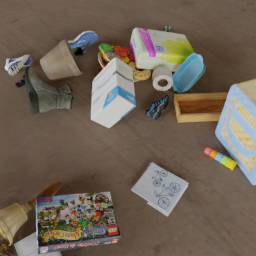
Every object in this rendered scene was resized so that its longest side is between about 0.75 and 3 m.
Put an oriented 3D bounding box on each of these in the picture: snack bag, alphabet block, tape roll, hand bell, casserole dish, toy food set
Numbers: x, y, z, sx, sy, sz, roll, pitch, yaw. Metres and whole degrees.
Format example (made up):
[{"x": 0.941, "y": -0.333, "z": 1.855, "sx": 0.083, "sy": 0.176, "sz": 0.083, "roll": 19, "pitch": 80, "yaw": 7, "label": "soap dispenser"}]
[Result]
[{"x": 1.062, "y": 2.034, "z": 9.569, "sx": 1.553, "sy": 0.166, "sz": 1.464, "roll": 28, "pitch": 54, "yaw": 22, "label": "snack bag"}, {"x": 5.127, "y": -0.091, "z": 9.740, "sx": 2.745, "sy": 2.696, "sz": 2.682, "roll": -15, "pitch": 52, "yaw": -13, "label": "alphabet block"}, {"x": 1.577, "y": -2.241, "z": 12.796, "sx": 0.917, "sy": 0.917, "sz": 0.629, "roll": 0, "pitch": 48, "yaw": 0, "label": "tape roll"}, {"x": -3.036, "y": 2.411, "z": 8.857, "sx": 1.224, "sy": 1.224, "sz": 2.350, "roll": 33, "pitch": 45, "yaw": 25, "label": "hand bell"}, {"x": 2.708, "y": -2.382, "z": 12.393, "sx": 0.374, "sy": 1.927, "sz": 1.167, "roll": 11, "pitch": 45, "yaw": -36, "label": "casserole dish"}, {"x": -0.264, "y": -3.057, "z": 13.200, "sx": 2.433, "sy": 0.598, "sz": 2.458, "roll": -11, "pitch": 59, "yaw": -37, "label": "toy food set"}]

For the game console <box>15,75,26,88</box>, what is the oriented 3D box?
[{"x": -4.927, "y": -2.255, "z": 13.340, "sx": 0.591, "sy": 0.121, "sz": 1.002, "roll": 31, "pitch": 54, "yaw": 24, "label": "game console"}]

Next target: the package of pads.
[{"x": 1.686, "y": -3.846, "z": 13.826, "sx": 2.972, "sy": 1.014, "sz": 2.296, "roll": 3, "pitch": 47, "yaw": -16, "label": "package of pads"}]

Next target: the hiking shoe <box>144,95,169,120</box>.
[{"x": 1.285, "y": -0.998, "z": 11.964, "sx": 0.619, "sy": 0.532, "sz": 1.429, "roll": 25, "pitch": 54, "yaw": 19, "label": "hiking shoe"}]

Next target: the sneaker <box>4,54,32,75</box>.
[{"x": -5.577, "y": -3.281, "z": 13.921, "sx": 0.839, "sy": 0.587, "sz": 1.453, "roll": 29, "pitch": 57, "yaw": 21, "label": "sneaker"}]

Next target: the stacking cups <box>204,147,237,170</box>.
[{"x": 3.364, "y": 1.114, "z": 10.301, "sx": 1.182, "sy": 0.357, "sz": 0.357, "roll": 29, "pitch": 55, "yaw": 29, "label": "stacking cups"}]

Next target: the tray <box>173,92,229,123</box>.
[{"x": 3.343, "y": -0.888, "z": 11.915, "sx": 2.635, "sy": 0.488, "sz": 1.300, "roll": -2, "pitch": 49, "yaw": -3, "label": "tray"}]

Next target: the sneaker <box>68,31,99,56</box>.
[{"x": -2.412, "y": -4.277, "z": 14.735, "sx": 2.233, "sy": 0.877, "sz": 0.996, "roll": -36, "pitch": 67, "yaw": -19, "label": "sneaker"}]

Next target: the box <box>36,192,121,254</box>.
[{"x": -1.508, "y": 2.720, "z": 8.306, "sx": 2.302, "sy": 0.434, "sz": 1.572, "roll": 0, "pitch": 41, "yaw": -21, "label": "box"}]

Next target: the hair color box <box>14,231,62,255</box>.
[{"x": -2.223, "y": 3.856, "z": 7.670, "sx": 1.000, "sy": 0.612, "sz": 2.019, "roll": -26, "pitch": 53, "yaw": -23, "label": "hair color box"}]

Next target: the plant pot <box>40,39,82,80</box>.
[{"x": -3.208, "y": -3.058, "z": 13.183, "sx": 1.513, "sy": 1.743, "sz": 1.743, "roll": -24, "pitch": 51, "yaw": 1, "label": "plant pot"}]

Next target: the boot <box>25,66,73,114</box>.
[{"x": -3.521, "y": -1.720, "z": 12.511, "sx": 1.871, "sy": 0.970, "sz": 2.864, "roll": -10, "pitch": 52, "yaw": -21, "label": "boot"}]

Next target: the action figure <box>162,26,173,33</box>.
[{"x": 2.267, "y": -5.385, "z": 15.961, "sx": 0.684, "sy": 0.317, "sz": 1.158, "roll": 4, "pitch": 52, "yaw": 0, "label": "action figure"}]

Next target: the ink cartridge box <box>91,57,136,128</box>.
[{"x": -0.636, "y": -1.457, "z": 11.490, "sx": 0.981, "sy": 1.700, "sz": 2.343, "roll": 27, "pitch": 41, "yaw": -32, "label": "ink cartridge box"}]

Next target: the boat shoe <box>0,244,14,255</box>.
[{"x": -3.658, "y": 3.538, "z": 8.143, "sx": 0.923, "sy": 0.349, "sz": 0.341, "roll": 19, "pitch": 49, "yaw": 14, "label": "boat shoe"}]
